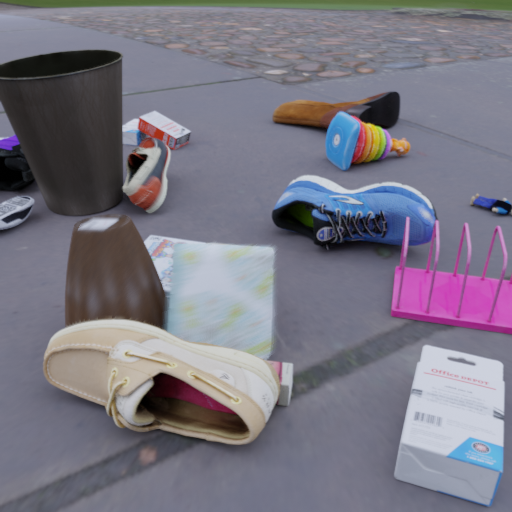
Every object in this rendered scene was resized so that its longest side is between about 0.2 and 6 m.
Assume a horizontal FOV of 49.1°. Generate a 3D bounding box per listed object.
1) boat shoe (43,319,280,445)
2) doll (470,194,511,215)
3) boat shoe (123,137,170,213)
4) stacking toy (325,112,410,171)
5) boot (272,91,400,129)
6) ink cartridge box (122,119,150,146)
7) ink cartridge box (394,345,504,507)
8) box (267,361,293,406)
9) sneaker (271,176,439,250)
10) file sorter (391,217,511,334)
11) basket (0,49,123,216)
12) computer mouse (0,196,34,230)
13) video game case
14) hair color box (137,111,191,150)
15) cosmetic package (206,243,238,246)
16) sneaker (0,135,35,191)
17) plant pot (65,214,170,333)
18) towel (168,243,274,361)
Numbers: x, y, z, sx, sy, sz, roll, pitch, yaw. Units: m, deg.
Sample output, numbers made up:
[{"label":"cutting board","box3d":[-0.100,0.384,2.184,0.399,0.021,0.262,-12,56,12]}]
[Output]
[{"label":"boat shoe","box3d":[-1.206,1.464,6.337,2.866,1.056,0.991,6,27,11]},{"label":"doll","box3d":[4.936,-1.033,11.460,0.972,0.236,0.663,26,40,38]},{"label":"boat shoe","box3d":[-2.381,-1.887,11.900,0.774,0.880,2.473,36,28,-32]},{"label":"stacking toy","box3d":[2.890,-2.772,13.816,2.133,1.238,1.171,0,29,-22]},{"label":"boot","box3d":[2.463,-4.278,16.709,3.037,1.040,2.859,17,42,39]},{"label":"ink cartridge box","box3d":[-3.312,-3.410,15.413,0.651,0.375,1.124,9,31,14]},{"label":"ink cartridge box","box3d":[2.193,1.794,6.244,0.980,0.573,1.690,11,32,19]},{"label":"box","box3d":[0.108,1.546,6.891,0.652,0.355,0.417,5,30,8]},{"label":"sneaker","box3d":[1.657,-0.578,9.966,3.092,1.214,1.378,10,38,32]},{"label":"file sorter","box3d":[3.073,0.211,8.380,1.873,1.175,1.302,8,31,13]},{"label":"basket","box3d":[-3.676,-2.401,11.170,1.934,2.844,2.565,26,40,37]},{"label":"computer mouse","box3d":[-4.925,-0.602,10.618,0.955,0.382,1.741,15,39,33]},{"label":"video game case","box3d":[-1.446,0.167,9.433,1.473,0.192,1.618,8,31,13]},{"label":"hair color box","box3d":[-2.457,-3.350,14.942,1.242,0.397,0.689,31,38,14]},{"label":"cosmetic package","box3d":[-0.366,0.375,8.558,0.725,0.490,1.378,3,32,-22]},{"label":"sneaker","box3d":[-5.098,-2.156,12.613,3.389,1.178,1.686,-22,39,-24]},{"label":"plant pot","box3d":[-1.966,0.289,7.599,1.477,1.581,1.477,-5,20,2]},{"label":"towel","box3d":[-0.466,0.634,7.390,1.348,1.575,0.379,3,-8,-8]}]
